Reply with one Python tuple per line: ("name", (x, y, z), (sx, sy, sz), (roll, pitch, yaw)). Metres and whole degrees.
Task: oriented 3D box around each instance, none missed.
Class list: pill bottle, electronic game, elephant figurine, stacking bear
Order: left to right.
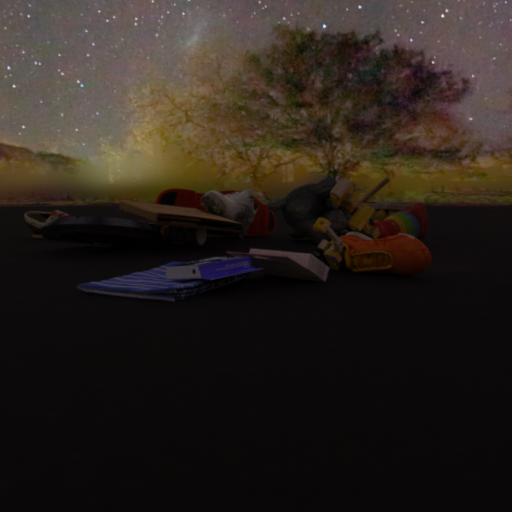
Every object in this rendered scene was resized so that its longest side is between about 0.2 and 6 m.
("electronic game", (-3.154, -0.429, 11.558), (2.436, 0.507, 2.436), (2, -5, 0))
("pill bottle", (-1.692, -0.514, 12.871), (0.994, 0.528, 0.528), (3, 7, 20))
("elephant figurine", (1.508, -0.947, 13.814), (1.664, 1.824, 2.351), (-41, -6, 1))
("stacking bear", (3.075, -0.577, 12.498), (1.442, 0.820, 0.876), (-16, -4, -33))

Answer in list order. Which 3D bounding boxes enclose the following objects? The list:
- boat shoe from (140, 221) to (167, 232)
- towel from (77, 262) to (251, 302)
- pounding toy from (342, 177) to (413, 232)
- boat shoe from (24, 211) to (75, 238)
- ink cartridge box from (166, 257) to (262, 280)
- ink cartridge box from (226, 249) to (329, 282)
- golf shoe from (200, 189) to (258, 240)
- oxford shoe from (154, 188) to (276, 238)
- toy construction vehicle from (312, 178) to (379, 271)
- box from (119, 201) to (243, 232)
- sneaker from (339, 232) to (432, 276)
("boat shoe", (-2.279, -0.523, 13.473), (2.017, 0.575, 0.674), (2, 3, -27))
("towel", (-1.113, 0.279, 7.382), (1.445, 0.238, 1.996), (2, 7, 25))
("pounding toy", (3.090, -1.435, 15.740), (1.683, 1.688, 2.943), (2, 5, -23))
("boat shoe", (-5.192, -0.858, 14.469), (2.031, 0.635, 0.723), (1, 31, 32))
("ink cartridge box", (-0.530, 0.150, 7.124), (0.906, 0.197, 0.898), (0, 7, 45))
("ink cartridge box", (0.298, 0.051, 7.684), (1.092, 0.244, 0.962), (5, -18, 40))
("golf shoe", (-0.575, -1.266, 13.437), (0.896, 1.113, 2.289), (37, -2, 18))
("oxford shoe", (-1.127, -1.098, 15.049), (3.370, 1.199, 1.222), (10, -14, -19))
("toy construction vehicle", (1.415, -0.401, 8.547), (0.487, 1.384, 1.205), (25, 67, 39))
("box", (-1.681, -0.873, 12.171), (1.940, 0.252, 2.373), (4, 8, -32))
("sneaker", (1.775, 0.051, 8.362), (0.725, 0.686, 1.879), (-29, 17, -30))
